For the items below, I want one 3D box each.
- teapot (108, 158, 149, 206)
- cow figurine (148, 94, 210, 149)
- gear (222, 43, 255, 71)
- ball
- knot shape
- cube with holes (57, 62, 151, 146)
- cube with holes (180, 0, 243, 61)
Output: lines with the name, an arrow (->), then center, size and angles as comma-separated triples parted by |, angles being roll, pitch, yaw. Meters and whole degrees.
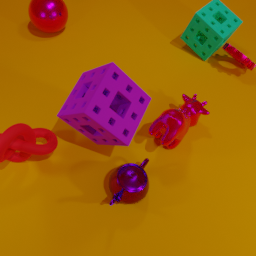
teapot -> 0.023, 1.172, 5.993 | 0.905, 0.713, 1.456 | 36, 55, 11
cow figurine -> 1.266, -0.240, 6.768 | 0.855, 1.557, 1.532 | 40, 94, 19
gear -> 3.295, -2.122, 8.328 | 1.086, 0.201, 1.086 | 32, 22, -14
ball -> -2.646, -3.828, 9.336 | 1.285, 1.285, 1.285 | 0, 54, 0
knot shape -> -2.303, 0.340, 6.249 | 1.444, 1.543, 0.713 | -9, 83, -28
cube with holes -> -0.510, -0.451, 6.047 | 1.212, 1.212, 1.212 | -2, 56, 52
cube with holes -> 2.544, -3.023, 8.639 | 1.099, 1.099, 1.099 | 46, 65, 6
